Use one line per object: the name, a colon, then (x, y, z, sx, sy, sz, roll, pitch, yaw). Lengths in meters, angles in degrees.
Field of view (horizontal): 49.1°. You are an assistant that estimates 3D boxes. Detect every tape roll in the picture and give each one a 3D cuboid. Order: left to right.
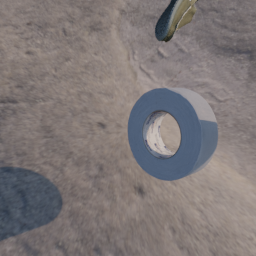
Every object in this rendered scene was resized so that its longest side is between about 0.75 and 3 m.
tape roll: (0.927, 0.120, 6.281, 0.674, 2.039, 2.039, -9, 56, -45)

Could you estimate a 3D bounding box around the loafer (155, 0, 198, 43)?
loafer: (1.316, -2.812, 6.791, 0.706, 0.763, 2.028, 34, 69, -17)
